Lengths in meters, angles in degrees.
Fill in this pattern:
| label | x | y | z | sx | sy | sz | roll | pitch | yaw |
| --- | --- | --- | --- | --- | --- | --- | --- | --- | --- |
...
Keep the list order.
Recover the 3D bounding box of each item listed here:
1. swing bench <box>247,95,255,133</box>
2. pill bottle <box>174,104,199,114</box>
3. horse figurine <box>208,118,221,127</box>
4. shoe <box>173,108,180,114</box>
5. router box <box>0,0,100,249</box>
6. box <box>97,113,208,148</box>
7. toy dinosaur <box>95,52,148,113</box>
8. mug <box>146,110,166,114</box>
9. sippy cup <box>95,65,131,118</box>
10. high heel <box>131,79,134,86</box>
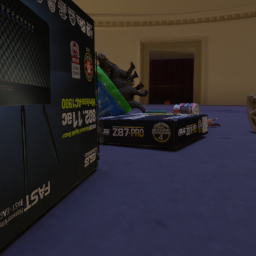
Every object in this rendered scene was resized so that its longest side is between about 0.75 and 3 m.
| label | x | y | z | sx | sy | sz | roll | pitch | yaw |
| --- | --- | --- | --- | --- | --- | --- | --- | --- | --- |
| swing bench | 4.879 | -0.407 | 8.096 | 2.019 | 1.317 | 2.030 | -1 | 1 | -5 |
| pill bottle | 3.309 | -1.014 | 16.046 | 1.319 | 0.789 | 0.789 | 4 | 7 | 37 |
| horse figurine | 2.836 | -0.219 | 10.551 | 0.812 | 0.306 | 1.225 | -21 | 24 | -40 |
| shoe | 2.670 | -0.833 | 15.488 | 0.417 | 0.531 | 1.168 | 0 | 6 | 2 |
| router box | -1.119 | -0.334 | 2.811 | 0.902 | 2.175 | 2.903 | 1 | 6 | 11 |
| box | 0.675 | -0.020 | 7.151 | 2.146 | 0.654 | 2.663 | 0 | 5 | 30 |
| toy dinosaur | -0.176 | -1.434 | 10.178 | 1.477 | 2.889 | 1.112 | -26 | -8 | 3 |
| mug | 1.026 | -0.350 | 10.520 | 0.807 | 0.608 | 0.983 | 0 | 5 | 2 |
| sippy cup | -1.000 | -0.695 | 8.070 | 1.564 | 2.134 | 1.676 | -38 | 13 | 0 |
| high heel | -0.600 | -1.921 | 12.758 | 1.725 | 0.616 | 1.230 | -36 | 52 | -12 |
